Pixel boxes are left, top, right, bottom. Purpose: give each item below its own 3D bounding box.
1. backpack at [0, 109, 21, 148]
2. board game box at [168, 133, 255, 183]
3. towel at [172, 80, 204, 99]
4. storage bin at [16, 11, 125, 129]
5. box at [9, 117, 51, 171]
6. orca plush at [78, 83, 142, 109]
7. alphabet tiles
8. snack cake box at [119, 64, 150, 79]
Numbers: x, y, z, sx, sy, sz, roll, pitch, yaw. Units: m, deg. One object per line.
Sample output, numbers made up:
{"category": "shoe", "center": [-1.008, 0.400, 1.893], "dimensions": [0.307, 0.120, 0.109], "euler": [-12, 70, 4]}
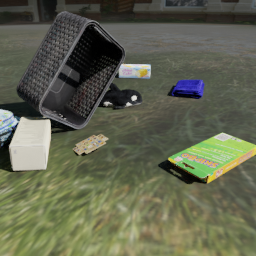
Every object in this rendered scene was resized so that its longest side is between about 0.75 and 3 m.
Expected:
{"category": "backpack", "center": [-3.446, -0.039, 7.606], "dimensions": [1.009, 0.810, 1.102], "euler": [15, 25, 22]}
{"category": "board game box", "center": [2.041, 0.667, 6.691], "dimensions": [2.162, 0.324, 1.033], "euler": [-16, 28, -36]}
{"category": "towel", "center": [2.529, -1.681, 11.610], "dimensions": [1.204, 0.404, 1.630], "euler": [8, 26, 15]}
{"category": "storage bin", "center": [-1.584, -1.600, 8.034], "dimensions": [1.302, 2.776, 1.877], "euler": [31, 2, 36]}
{"category": "box", "center": [-2.359, 0.329, 6.932], "dimensions": [0.793, 0.649, 1.670], "euler": [0, 25, -10]}
{"category": "orca plush", "center": [-0.672, -1.314, 10.291], "dimensions": [2.380, 0.846, 1.252], "euler": [6, 26, 13]}
{"category": "alphabet tiles", "center": [-0.973, 0.415, 7.270], "dimensions": [0.872, 0.028, 0.725], "euler": [-29, 27, -23]}
{"category": "snack cake box", "center": [0.345, -2.836, 13.964], "dimensions": [1.532, 0.515, 0.881], "euler": [2, 26, 4]}
